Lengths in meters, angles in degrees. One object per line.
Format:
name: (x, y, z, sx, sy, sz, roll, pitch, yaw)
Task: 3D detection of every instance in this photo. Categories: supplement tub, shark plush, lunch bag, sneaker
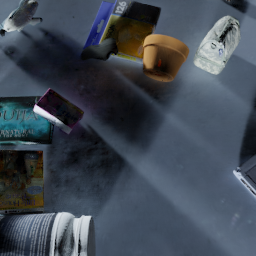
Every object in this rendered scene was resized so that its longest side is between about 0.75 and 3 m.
supplement tub: (-2.120, 2.919, 6.440, 2.599, 1.824, 1.824, -2, 61, -1)
shark plush: (-4.472, -4.242, 11.225, 2.372, 1.078, 0.988, -48, 49, -1)
lunch bag: (3.188, -2.957, 9.885, 1.173, 1.412, 1.683, 29, 65, 15)
sneaker: (-1.024, -2.654, 9.945, 1.434, 0.544, 0.651, -19, 89, 15)

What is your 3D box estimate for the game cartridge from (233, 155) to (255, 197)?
game cartridge: (3.943, 1.554, 8.078, 1.017, 0.312, 1.528, -33, 66, -13)

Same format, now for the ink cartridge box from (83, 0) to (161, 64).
ink cartridge box: (-0.224, -3.811, 10.661, 2.447, 0.575, 2.418, 16, 73, 5)

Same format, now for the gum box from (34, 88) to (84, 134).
gum box: (-2.130, -0.504, 8.797, 1.380, 0.456, 0.783, 35, 56, -9)

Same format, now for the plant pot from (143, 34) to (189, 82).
plant pot: (1.171, -2.287, 9.548, 1.579, 1.579, 1.105, 17, 85, 9)

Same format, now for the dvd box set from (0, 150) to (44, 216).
dvd box set: (-3.063, 1.490, 7.847, 1.347, 0.271, 1.841, 4, 59, -23)

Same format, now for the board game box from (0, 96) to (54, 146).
board game box: (-3.659, -0.261, 9.020, 2.516, 0.354, 1.702, -2, 61, -1)
